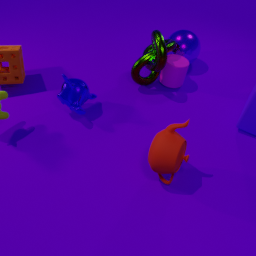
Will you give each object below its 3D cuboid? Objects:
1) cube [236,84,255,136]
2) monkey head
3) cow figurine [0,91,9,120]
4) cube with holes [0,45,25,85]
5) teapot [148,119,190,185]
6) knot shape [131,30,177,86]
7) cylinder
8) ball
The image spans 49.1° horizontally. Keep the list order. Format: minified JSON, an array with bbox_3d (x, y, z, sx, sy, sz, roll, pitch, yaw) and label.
[{"bbox_3d":[3.742,-0.555,7.127,1.275,1.275,1.275,26,50,16],"label":"cube"},{"bbox_3d":[-1.353,-0.867,7.575,0.998,1.387,0.836,40,96,37],"label":"monkey head"},{"bbox_3d":[-3.535,-0.673,6.768,0.641,1.168,1.150,10,14,43],"label":"cow figurine"},{"bbox_3d":[-3.725,-1.933,8.501,0.979,0.979,0.979,-5,25,-14],"label":"cube with holes"},{"bbox_3d":[0.928,0.492,5.994,0.788,1.610,1.001,18,23,23],"label":"teapot"},{"bbox_3d":[0.729,-2.026,8.434,0.821,1.662,1.777,31,19,-1],"label":"knot shape"},{"bbox_3d":[1.423,-1.760,8.683,0.769,0.769,0.769,6,43,-6],"label":"cylinder"},{"bbox_3d":[1.822,-2.667,9.358,1.182,1.182,1.182,0,45,0],"label":"ball"}]
